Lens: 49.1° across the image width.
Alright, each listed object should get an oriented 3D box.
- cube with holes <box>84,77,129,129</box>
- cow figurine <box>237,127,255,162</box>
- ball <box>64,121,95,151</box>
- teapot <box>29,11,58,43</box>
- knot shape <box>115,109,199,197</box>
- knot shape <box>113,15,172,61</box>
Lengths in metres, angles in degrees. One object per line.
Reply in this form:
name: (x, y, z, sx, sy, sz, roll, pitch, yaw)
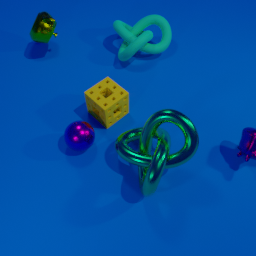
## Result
cube with holes: (-0.544, -0.665, 7.398, 0.809, 0.809, 0.809, -38, 63, -23)
cow figurine: (3.439, 0.372, 6.620, 1.536, 0.843, 1.512, 37, 95, -18)
ball: (-1.179, 0.194, 6.830, 0.751, 0.751, 0.751, 0, 55, 0)
teapot: (-2.552, -3.007, 8.604, 0.757, 1.546, 0.961, 23, 72, -25)
knot shape: (0.676, 0.389, 6.176, 1.813, 0.895, 1.937, -39, 44, 20)
knot shape: (0.484, -2.893, 8.835, 1.784, 0.881, 1.906, -10, 49, 2)
